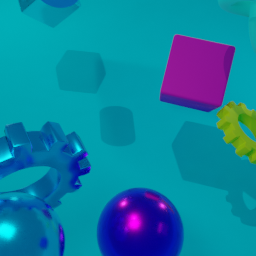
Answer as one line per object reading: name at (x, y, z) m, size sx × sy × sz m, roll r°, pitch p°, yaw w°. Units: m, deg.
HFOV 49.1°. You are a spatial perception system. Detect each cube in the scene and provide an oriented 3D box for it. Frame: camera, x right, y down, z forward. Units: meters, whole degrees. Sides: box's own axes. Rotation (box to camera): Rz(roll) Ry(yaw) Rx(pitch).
cube at (1.434, -1.123, 6.110) m, size 1.236 × 1.236 × 1.236 m, roll 14°, pitch 89°, yaw 6°
cube at (-2.174, -3.661, 7.551) m, size 1.158 × 1.158 × 1.158 m, roll -25°, pitch 75°, yaw 26°

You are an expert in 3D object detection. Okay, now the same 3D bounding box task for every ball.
ball at (0.186, 1.597, 4.323) m, size 1.336 × 1.336 × 1.336 m, roll 0°, pitch 60°, yaw 0°
ball at (-1.167, 1.187, 2.794) m, size 1.062 × 1.062 × 1.062 m, roll 0°, pitch 60°, yaw 0°

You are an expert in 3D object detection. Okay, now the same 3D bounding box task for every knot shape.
knot shape at (2.264, -1.920, 4.680) m, size 1.704 × 0.841 × 1.821 m, roll 16°, pitch 49°, yaw -35°

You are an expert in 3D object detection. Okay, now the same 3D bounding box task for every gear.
gear at (-1.232, 0.603, 3.243) m, size 1.607 × 1.607 × 0.297 m, roll -25°, pitch 57°, yaw -14°
gear at (2.423, 0.071, 5.679) m, size 1.367 × 0.253 × 1.367 m, roll 18°, pitch 48°, yaw -21°

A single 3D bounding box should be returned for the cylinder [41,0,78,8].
cylinder at (-1.404, -3.103, 5.617) m, size 0.932 × 0.932 × 0.932 m, roll -6°, pitch 65°, yaw -3°
